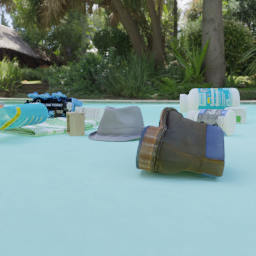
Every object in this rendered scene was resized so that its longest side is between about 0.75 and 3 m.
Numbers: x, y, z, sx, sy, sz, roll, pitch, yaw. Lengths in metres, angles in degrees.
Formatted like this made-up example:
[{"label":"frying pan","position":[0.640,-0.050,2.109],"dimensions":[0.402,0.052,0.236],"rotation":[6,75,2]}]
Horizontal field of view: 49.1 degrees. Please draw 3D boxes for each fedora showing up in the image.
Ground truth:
[{"label":"fedora","position":[-0.197,-0.189,7.860],"dimensions":[1.705,0.870,1.927],"rotation":[3,6,33]}]

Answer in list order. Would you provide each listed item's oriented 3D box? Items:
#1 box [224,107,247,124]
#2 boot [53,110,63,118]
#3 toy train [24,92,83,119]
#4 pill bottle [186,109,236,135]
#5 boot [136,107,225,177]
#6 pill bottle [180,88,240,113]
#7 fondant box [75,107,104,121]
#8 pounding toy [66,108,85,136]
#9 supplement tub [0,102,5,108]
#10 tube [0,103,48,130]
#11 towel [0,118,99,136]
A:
[{"label":"box","position":[4.675,-0.552,12.182],"dimensions":[0.780,0.671,0.783],"rotation":[4,7,35]},{"label":"boot","position":[-2.980,-0.420,11.309],"dimensions":[0.795,0.599,0.291],"rotation":[-1,6,-6]},{"label":"toy train","position":[-3.545,-0.939,13.148],"dimensions":[2.771,1.201,1.583],"rotation":[2,-10,28]},{"label":"pill bottle","position":[2.490,-0.193,8.480],"dimensions":[1.327,0.755,0.755],"rotation":[5,8,40]},{"label":"boot","position":[1.007,0.241,4.728],"dimensions":[1.171,0.903,2.416],"rotation":[12,19,16]},{"label":"pill bottle","position":[4.124,-1.247,14.433],"dimensions":[2.853,1.581,1.581],"rotation":[0,6,9]},{"label":"fondant box","position":[-1.275,-0.553,12.029],"dimensions":[1.302,0.526,1.804],"rotation":[8,0,-41]},{"label":"pounding toy","position":[-1.512,-0.207,8.426],"dimensions":[0.607,0.786,0.854],"rotation":[-2,7,-21]},{"label":"supplement tub","position":[-5.273,-0.570,10.944],"dimensions":[0.984,0.984,1.606],"rotation":[-4,7,-36]},{"label":"tube","position":[-3.112,-0.337,7.843],"dimensions":[1.051,0.684,2.713],"rotation":[-43,-1,11]},{"label":"towel","position":[-2.596,-0.080,9.455],"dimensions":[2.117,0.325,2.775],"rotation":[5,8,35]}]
